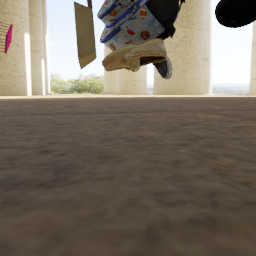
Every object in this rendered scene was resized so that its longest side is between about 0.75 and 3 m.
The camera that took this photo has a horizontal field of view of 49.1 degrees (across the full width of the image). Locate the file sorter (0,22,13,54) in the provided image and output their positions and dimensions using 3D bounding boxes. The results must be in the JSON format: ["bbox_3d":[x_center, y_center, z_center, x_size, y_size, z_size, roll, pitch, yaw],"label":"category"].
[{"bbox_3d":[-3.969,-2.845,8.712,0.553,0.613,0.881,10,38,-18],"label":"file sorter"}]

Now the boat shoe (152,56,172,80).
[{"bbox_3d":[1.072,-2.689,10.573,0.666,2.012,0.703,-4,-23,-25],"label":"boat shoe"}]

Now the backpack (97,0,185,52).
[{"bbox_3d":[0.194,-2.986,7.566,2.274,1.839,2.387,-37,22,42],"label":"backpack"}]

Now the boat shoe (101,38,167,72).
[{"bbox_3d":[0.169,-1.615,6.612,1.587,0.549,0.585,-19,-15,2],"label":"boat shoe"}]

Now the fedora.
[{"bbox_3d":[2.657,-2.950,6.735,1.107,0.506,1.107,8,-33,5],"label":"fedora"}]

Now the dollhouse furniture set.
[{"bbox_3d":[-1.690,-2.723,6.180,1.801,2.538,2.011,-5,-10,-5],"label":"dollhouse furniture set"}]
